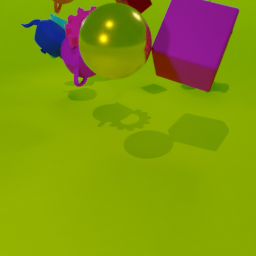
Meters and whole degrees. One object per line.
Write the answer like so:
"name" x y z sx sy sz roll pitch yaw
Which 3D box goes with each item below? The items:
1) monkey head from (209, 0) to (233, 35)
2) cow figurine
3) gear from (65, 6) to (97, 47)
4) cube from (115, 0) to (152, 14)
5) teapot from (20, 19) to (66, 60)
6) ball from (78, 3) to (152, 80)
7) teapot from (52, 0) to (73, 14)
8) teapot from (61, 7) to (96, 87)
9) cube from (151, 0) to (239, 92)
"monkey head" 2.917 -3.460 9.176 1.016 1.685 1.212 5 -3 21
"cow figurine" -2.657 -3.318 10.145 1.403 1.381 0.770 -17 48 25
"gear" -0.735 -2.265 6.473 1.376 0.254 1.376 3 58 -5
"cube" 0.157 -3.834 8.471 0.714 0.714 0.714 -42 33 -9
"teapot" -2.482 -2.819 8.905 1.979 0.969 1.231 43 17 -10
"ball" -0.232 -1.572 5.160 1.343 1.343 1.343 0 29 0
"teapot" -2.170 -4.825 9.523 1.151 1.851 0.906 21 6 5
"teapot" -1.213 -2.092 7.436 1.292 2.078 1.018 0 -8 24
"cube" 1.395 -1.769 6.022 1.336 1.336 1.336 21 -8 14
